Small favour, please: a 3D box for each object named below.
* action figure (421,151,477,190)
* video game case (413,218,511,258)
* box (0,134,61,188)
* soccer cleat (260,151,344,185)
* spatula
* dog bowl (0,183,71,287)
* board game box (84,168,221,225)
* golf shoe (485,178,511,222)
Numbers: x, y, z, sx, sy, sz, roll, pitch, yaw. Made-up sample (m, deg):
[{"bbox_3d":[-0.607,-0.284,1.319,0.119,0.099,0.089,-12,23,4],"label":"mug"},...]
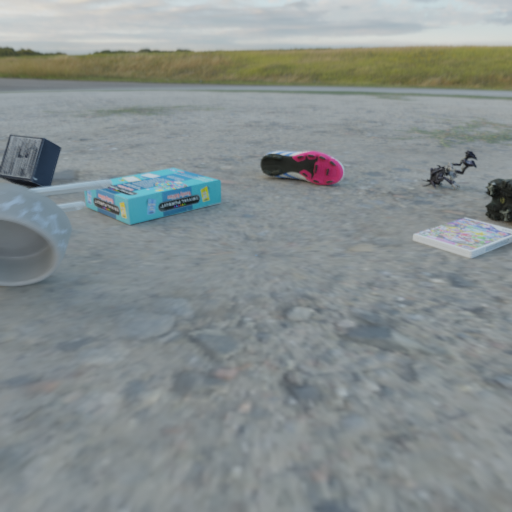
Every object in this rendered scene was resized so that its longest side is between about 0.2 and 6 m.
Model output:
[{"bbox_3d":[4.677,-1.949,13.487,1.314,0.671,0.781,-31,33,38],"label":"action figure"},{"bbox_3d":[3.759,-0.349,9.961,1.619,0.146,1.159,-15,25,-36],"label":"video game case"},{"bbox_3d":[-5.418,-2.244,13.426,1.094,1.103,0.680,10,-8,23],"label":"box"},{"bbox_3d":[1.240,-2.315,14.249,2.307,0.806,0.996,12,19,26],"label":"soccer cleat"},{"bbox_3d":[-3.877,-0.665,8.998,2.038,0.235,2.930,-35,-8,34],"label":"spatula"},{"bbox_3d":[-3.423,-0.208,7.632,1.711,1.711,0.502,-3,51,-7],"label":"dog bowl"},{"bbox_3d":[-2.187,-1.323,11.957,2.315,0.543,1.747,-19,28,-40],"label":"board game box"},{"bbox_3d":[5.522,-0.918,10.154,1.338,1.101,2.831,-6,23,-16],"label":"golf shoe"}]
